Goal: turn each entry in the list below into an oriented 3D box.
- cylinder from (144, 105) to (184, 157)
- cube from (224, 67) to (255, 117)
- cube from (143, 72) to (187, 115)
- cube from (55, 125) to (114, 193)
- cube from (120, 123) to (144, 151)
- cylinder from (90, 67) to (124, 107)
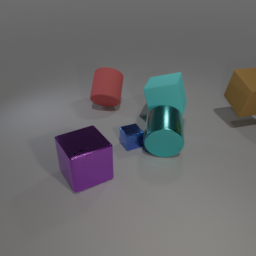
[{"bbox_3d":[1.337,0.110,10.288,1.400,1.400,1.400,3,41,5],"label":"cylinder"},{"bbox_3d":[5.013,-1.471,11.352,1.400,1.400,1.400,-8,49,-13],"label":"cube"},{"bbox_3d":[1.602,-1.369,11.782,1.400,1.400,1.400,-6,26,21],"label":"cube"},{"bbox_3d":[-1.408,0.968,9.089,1.400,1.400,1.400,-18,36,-26],"label":"cube"},{"bbox_3d":[0.126,0.344,10.745,0.700,0.700,0.700,-13,36,-21],"label":"cube"},{"bbox_3d":[-0.982,-1.893,13.115,1.400,1.400,1.400,5,73,8],"label":"cylinder"}]
